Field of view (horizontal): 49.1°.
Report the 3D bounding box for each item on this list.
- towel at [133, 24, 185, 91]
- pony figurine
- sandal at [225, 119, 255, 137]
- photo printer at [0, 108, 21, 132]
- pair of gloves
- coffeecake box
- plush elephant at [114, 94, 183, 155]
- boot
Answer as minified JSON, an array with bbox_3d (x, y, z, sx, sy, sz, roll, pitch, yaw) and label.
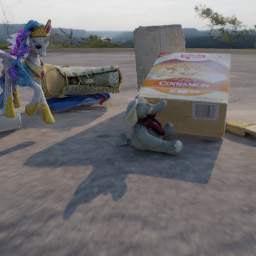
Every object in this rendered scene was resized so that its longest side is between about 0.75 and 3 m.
[{"bbox_3d":[1.079,-2.111,9.357,1.711,2.582,0.445,-6,11,-9],"label":"towel"},{"bbox_3d":[-2.497,-1.422,6.364,2.234,2.314,1.927,22,26,23],"label":"pony figurine"},{"bbox_3d":[3.287,-0.083,6.218,2.263,0.744,0.830,17,25,40],"label":"sandal"},{"bbox_3d":[-3.604,-0.202,6.907,1.503,0.522,1.251,-14,23,-37],"label":"photo printer"},{"bbox_3d":[-1.798,-0.983,9.584,2.257,0.320,2.808,-1,18,3],"label":"pair of gloves"},{"bbox_3d":[1.576,-1.031,7.444,2.073,0.987,2.701,6,38,17],"label":"coffeecake box"},{"bbox_3d":[0.396,-0.170,5.822,1.414,1.094,1.164,0,24,6],"label":"plush elephant"},{"bbox_3d":[-1.424,-1.502,8.888,2.283,1.064,2.953,1,11,10],"label":"boot"}]
